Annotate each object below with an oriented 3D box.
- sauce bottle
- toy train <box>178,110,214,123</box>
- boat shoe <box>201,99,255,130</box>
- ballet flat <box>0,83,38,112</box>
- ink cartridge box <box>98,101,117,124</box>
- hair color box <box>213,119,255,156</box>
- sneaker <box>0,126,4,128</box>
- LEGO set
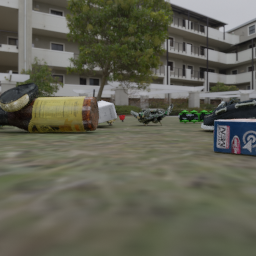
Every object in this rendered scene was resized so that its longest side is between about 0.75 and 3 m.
[{"bbox_3d":[-2.000,-0.302,6.546,2.580,0.852,0.852,-1,3,9],"label":"sauce bottle"},{"bbox_3d":[3.816,-0.496,13.276,2.952,0.616,0.832,0,-7,-1],"label":"toy train"},{"bbox_3d":[2.449,-0.274,6.323,0.975,0.778,2.578,-1,3,-14],"label":"boat shoe"},{"bbox_3d":[-2.465,-0.677,6.688,0.789,0.675,2.376,-12,15,-7],"label":"ballet flat"},{"bbox_3d":[-1.659,-0.406,9.481,2.166,0.550,2.459,-15,10,-10],"label":"ink cartridge box"},{"bbox_3d":[1.613,0.099,2.965,1.234,0.373,0.617,2,4,41],"label":"hair color box"},{"bbox_3d":[-3.891,-0.417,7.978,1.060,0.953,2.455,2,2,-21],"label":"sneaker"},{"bbox_3d":[0.462,-0.313,10.639,2.614,0.741,1.698,-13,-2,14],"label":"LEGO set"}]
